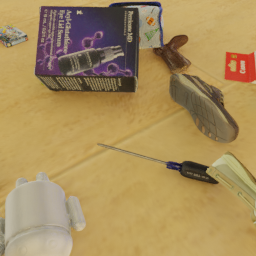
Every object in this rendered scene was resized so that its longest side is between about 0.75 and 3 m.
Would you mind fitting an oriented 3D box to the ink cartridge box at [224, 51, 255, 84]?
[{"bbox_3d":[4.263,-2.031,8.815,2.235,0.560,1.798,12,46,10],"label":"ink cartridge box"}]

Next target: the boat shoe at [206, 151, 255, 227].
[{"bbox_3d":[2.181,1.320,4.914,0.650,0.754,2.066,-42,49,13],"label":"boat shoe"}]

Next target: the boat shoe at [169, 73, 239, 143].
[{"bbox_3d":[2.025,-0.688,7.155,0.947,0.962,2.582,-17,49,-17],"label":"boat shoe"}]

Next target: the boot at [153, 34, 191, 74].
[{"bbox_3d":[1.736,-2.428,9.215,1.420,0.489,1.523,-27,46,-7],"label":"boot"}]

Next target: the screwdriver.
[{"bbox_3d":[0.622,0.746,6.127,2.764,0.402,0.386,12,50,13],"label":"screwdriver"}]

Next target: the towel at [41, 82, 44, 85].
[{"bbox_3d":[-1.709,-1.821,8.816,1.906,0.217,1.369,-4,46,-3],"label":"towel"}]

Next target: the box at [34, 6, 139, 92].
[{"bbox_3d":[-1.008,-2.095,7.676,2.639,1.377,1.953,0,80,2],"label":"box"}]

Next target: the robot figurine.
[{"bbox_3d":[-1.516,1.641,4.740,1.552,1.034,1.830,-17,46,-6],"label":"robot figurine"}]

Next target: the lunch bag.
[{"bbox_3d":[0.232,-3.597,9.712,1.984,1.445,2.334,0,26,6],"label":"lunch bag"}]

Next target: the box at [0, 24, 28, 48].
[{"bbox_3d":[-4.430,-3.456,10.434,0.849,0.234,1.243,-34,54,-29],"label":"box"}]
